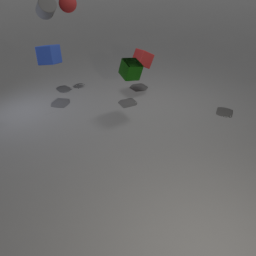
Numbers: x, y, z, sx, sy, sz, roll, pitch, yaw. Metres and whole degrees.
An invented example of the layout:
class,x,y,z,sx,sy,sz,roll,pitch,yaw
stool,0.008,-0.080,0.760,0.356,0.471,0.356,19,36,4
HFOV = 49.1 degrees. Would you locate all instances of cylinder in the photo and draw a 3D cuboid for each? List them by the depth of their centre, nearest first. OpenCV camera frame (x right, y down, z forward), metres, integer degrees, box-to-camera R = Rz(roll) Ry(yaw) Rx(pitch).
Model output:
class,x,y,z,sx,sy,sz,roll,pitch,yaw
cylinder,-3.177,-4.665,10.844,0.700,0.700,0.700,-17,4,-26

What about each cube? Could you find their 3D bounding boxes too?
class,x,y,z,sx,sy,sz,roll,pitch,yaw
cube,-3.072,-2.845,10.883,0.700,0.700,0.700,2,21,19
cube,0.112,-2.421,11.560,0.700,0.700,0.700,-10,47,-30
cube,0.702,-3.312,13.352,0.700,0.700,0.700,11,16,-38

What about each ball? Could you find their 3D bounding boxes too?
class,x,y,z,sx,sy,sz,roll,pitch,yaw
ball,-2.389,-4.940,11.101,0.700,0.700,0.700,0,31,0
